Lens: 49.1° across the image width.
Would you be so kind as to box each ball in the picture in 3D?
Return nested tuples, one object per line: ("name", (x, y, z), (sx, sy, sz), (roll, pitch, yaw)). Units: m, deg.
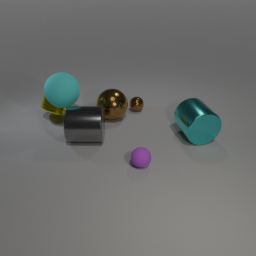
("ball", (0.440, 0.992, 9.465), (0.700, 0.700, 0.700), (0, 29, 0))
("ball", (0.413, -1.152, 13.390), (0.700, 0.700, 0.700), (0, 29, 0))
("ball", (-0.705, -1.052, 12.480), (1.400, 1.400, 1.400), (0, 29, 0))
("ball", (-2.632, -1.508, 11.211), (1.400, 1.400, 1.400), (0, 29, 0))

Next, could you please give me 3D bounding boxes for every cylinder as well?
("cylinder", (-3.067, -1.391, 12.630), (1.400, 1.400, 1.400), (18, 8, -3))
("cylinder", (2.702, -0.277, 10.994), (1.400, 1.400, 1.400), (-7, 32, -12))
("cylinder", (-1.637, -0.147, 10.800), (1.400, 1.400, 1.400), (0, 29, 0))
